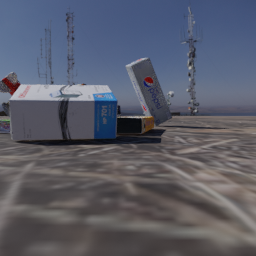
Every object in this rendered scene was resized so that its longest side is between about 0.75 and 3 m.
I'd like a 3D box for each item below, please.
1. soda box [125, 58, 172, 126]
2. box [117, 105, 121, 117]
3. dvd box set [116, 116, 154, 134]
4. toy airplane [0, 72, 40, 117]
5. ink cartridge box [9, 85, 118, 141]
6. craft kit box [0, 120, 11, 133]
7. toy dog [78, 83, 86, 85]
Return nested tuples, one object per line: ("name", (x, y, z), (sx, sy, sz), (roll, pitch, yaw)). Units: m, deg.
("soda box", (0.682, -1.168, 9.109), (0.674, 2.125, 0.726), (-27, 17, -9))
("box", (-0.931, -0.511, 10.751), (0.754, 0.654, 1.233), (-9, 8, -41))
("dvd box set", (-0.327, -0.097, 6.535), (1.684, 0.338, 2.301), (0, 3, 12))
("toy airplane", (-3.634, -0.880, 9.735), (2.148, 1.523, 2.158), (10, -27, 3))
("ink cartridge box", (-1.025, -0.289, 4.609), (1.556, 0.668, 1.139), (0, 20, -13))
("craft kit box", (-2.077, -0.065, 6.445), (1.342, 0.330, 1.359), (3, 3, 5))
("toy dog", (-1.883, -1.046, 10.080), (0.981, 1.363, 1.406), (-36, 17, 26))
